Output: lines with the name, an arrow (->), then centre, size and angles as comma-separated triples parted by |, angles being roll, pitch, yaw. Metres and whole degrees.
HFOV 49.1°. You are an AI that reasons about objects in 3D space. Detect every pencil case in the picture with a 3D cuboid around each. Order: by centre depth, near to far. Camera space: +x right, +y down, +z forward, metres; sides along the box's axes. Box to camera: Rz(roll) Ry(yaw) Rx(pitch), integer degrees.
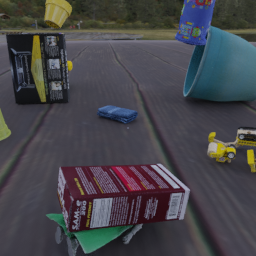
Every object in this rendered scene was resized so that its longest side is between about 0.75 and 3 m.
pencil case -> 2.137, -3.800, 8.325 | 0.999, 2.560, 1.112 | 10, 25, -1

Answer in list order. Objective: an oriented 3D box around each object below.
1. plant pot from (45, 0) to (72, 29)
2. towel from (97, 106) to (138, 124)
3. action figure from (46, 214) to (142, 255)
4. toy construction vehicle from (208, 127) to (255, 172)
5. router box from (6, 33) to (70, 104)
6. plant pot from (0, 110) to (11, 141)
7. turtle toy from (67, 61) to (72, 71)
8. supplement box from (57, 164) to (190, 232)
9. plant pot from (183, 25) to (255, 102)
plant pot -> -2.623, -4.156, 10.229 | 0.925, 0.870, 0.925 | 17, -6, 2
towel -> -0.342, -0.454, 8.981 | 1.231, 0.299, 0.687 | 14, 25, 34
action figure -> -0.149, 1.315, 4.117 | 1.769, 0.484, 1.045 | -8, 20, -39
toy construction vehicle -> 2.571, 0.523, 6.307 | 1.495, 0.527, 1.302 | 3, 32, 16
router box -> -3.255, -2.201, 10.394 | 1.982, 2.521, 0.658 | -2, 19, -6
plant pot -> -3.815, -0.274, 7.437 | 1.160, 1.066, 1.160 | -1, 21, 0
turtle toy -> -3.436, -2.443, 12.859 | 1.761, 1.221, 2.416 | 3, 20, 8
supplement box -> -0.087, 0.908, 3.912 | 1.640, 0.499, 0.892 | 3, 17, -23
plant pot -> 3.749, -2.169, 10.560 | 2.571, 2.737, 2.737 | 16, 22, 1
